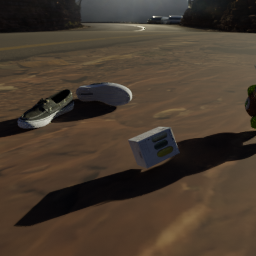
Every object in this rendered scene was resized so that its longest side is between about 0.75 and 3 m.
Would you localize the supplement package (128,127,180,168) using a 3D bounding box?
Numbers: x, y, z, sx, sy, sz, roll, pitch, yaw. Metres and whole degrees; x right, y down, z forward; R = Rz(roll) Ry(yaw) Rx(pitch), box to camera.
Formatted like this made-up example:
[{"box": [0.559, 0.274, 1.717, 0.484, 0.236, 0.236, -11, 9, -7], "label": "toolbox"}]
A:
[{"box": [0.576, 0.419, 6.363, 0.851, 0.646, 0.641, -23, 8, -17], "label": "supplement package"}]

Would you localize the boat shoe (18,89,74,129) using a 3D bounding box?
[{"box": [-2.709, -0.698, 9.367, 0.844, 0.696, 2.458, 15, 27, 21], "label": "boat shoe"}]

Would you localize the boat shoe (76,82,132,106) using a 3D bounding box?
[{"box": [-0.868, -1.465, 10.927, 2.425, 0.874, 0.860, 10, 33, 25], "label": "boat shoe"}]

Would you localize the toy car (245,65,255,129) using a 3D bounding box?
[{"box": [3.877, -0.984, 8.048, 1.342, 1.397, 1.700, -14, -33, 37], "label": "toy car"}]
